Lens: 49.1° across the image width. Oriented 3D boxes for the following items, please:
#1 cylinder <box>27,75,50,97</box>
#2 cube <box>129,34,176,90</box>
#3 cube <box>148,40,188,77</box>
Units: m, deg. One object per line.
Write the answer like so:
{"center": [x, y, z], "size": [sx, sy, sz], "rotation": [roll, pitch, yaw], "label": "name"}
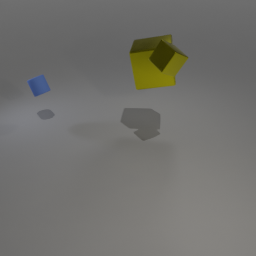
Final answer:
{"center": [-3.621, -1.719, 11.387], "size": [0.700, 0.700, 0.700], "rotation": [-21, 14, 6], "label": "cylinder"}
{"center": [0.918, -2.331, 9.901], "size": [1.400, 1.400, 1.400], "rotation": [-5, 33, 12], "label": "cube"}
{"center": [1.179, -2.033, 8.201], "size": [0.700, 0.700, 0.700], "rotation": [2, 41, -48], "label": "cube"}
